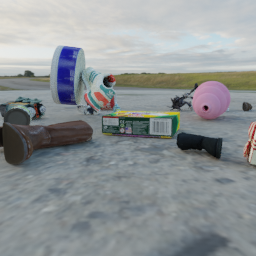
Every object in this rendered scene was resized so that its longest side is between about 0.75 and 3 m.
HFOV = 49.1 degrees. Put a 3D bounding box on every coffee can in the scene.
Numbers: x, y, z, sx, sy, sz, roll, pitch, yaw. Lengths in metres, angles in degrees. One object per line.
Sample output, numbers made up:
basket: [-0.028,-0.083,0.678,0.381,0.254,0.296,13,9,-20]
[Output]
coffee can: [-3.403,-0.293,8.706,0.742,0.742,1.014,-3,10,-16]

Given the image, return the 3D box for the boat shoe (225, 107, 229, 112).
boat shoe: [4.965,-1.244,14.803,0.652,0.592,1.773,0,10,-2]

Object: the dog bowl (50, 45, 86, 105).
dog bowl: [-2.394,-2.122,11.446,0.930,2.362,2.362,6,10,0]

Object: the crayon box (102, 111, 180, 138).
crayon box: [0.458,-0.174,8.435,2.021,0.589,1.744,3,10,16]

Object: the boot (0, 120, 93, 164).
boot: [-1.582,0.194,6.215,2.319,0.745,2.161,-2,10,-37]

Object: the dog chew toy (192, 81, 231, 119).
dog chew toy: [3.312,-1.057,11.349,1.532,1.532,2.461,4,17,22]

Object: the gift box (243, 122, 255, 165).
gift box: [2.579,0.326,5.164,0.780,0.771,0.836,12,9,16]

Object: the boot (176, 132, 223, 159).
boot: [1.466,0.345,5.843,0.919,0.418,1.094,6,4,14]

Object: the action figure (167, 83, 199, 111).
action figure: [3.044,-1.420,14.710,1.971,1.006,1.171,-36,41,7]

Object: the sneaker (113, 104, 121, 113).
sneaker: [-0.382,-0.672,11.484,0.348,0.572,0.876,-6,12,-35]

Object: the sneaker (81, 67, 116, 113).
sneaker: [-1.046,-1.749,10.931,1.254,0.944,2.681,-33,37,15]

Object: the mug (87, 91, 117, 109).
mug: [-1.374,-1.317,15.045,1.509,1.339,1.007,-3,45,4]

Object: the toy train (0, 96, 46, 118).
toy train: [-4.327,-0.756,11.520,2.012,0.857,1.147,9,25,34]

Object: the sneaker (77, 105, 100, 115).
sneaker: [-1.798,-0.878,13.120,1.103,0.440,0.718,1,8,6]

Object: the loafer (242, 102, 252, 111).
loafer: [6.241,-1.149,14.582,0.463,0.477,1.305,2,10,18]
